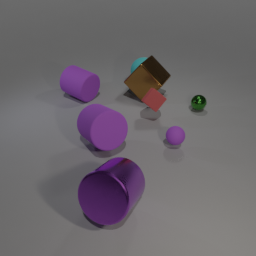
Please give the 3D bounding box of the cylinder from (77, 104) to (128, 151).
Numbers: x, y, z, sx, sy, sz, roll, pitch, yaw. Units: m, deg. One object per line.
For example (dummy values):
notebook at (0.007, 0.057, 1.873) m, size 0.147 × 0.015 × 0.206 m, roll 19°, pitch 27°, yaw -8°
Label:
cylinder at (-0.929, -0.059, 9.921) m, size 1.400 × 1.400 × 1.400 m, roll -17°, pitch 22°, yaw -25°

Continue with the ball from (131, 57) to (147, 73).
ball at (0.838, -3.096, 15.130) m, size 1.400 × 1.400 × 1.400 m, roll 0°, pitch 33°, yaw 0°

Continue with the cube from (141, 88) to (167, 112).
cube at (1.072, -1.179, 11.664) m, size 0.700 × 0.700 × 0.700 m, roll 38°, pitch 6°, yaw -10°

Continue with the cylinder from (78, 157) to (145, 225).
cylinder at (-0.395, 1.618, 7.451) m, size 1.400 × 1.400 × 1.400 m, roll 12°, pitch 13°, yaw 18°

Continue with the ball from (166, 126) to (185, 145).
ball at (1.726, 0.274, 10.182) m, size 0.700 × 0.700 × 0.700 m, roll 0°, pitch 33°, yaw 0°

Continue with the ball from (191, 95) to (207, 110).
ball at (3.183, -1.147, 12.601) m, size 0.700 × 0.700 × 0.700 m, roll 0°, pitch 33°, yaw 0°

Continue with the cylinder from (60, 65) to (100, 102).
cylinder at (-2.306, -2.146, 13.490) m, size 1.400 × 1.400 × 1.400 m, roll 26°, pitch 41°, yaw 25°

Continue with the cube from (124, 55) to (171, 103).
cube at (0.940, -2.360, 13.459) m, size 1.400 × 1.400 × 1.400 m, roll 46°, pitch 40°, yaw -5°
